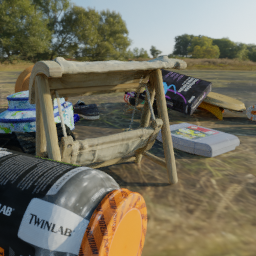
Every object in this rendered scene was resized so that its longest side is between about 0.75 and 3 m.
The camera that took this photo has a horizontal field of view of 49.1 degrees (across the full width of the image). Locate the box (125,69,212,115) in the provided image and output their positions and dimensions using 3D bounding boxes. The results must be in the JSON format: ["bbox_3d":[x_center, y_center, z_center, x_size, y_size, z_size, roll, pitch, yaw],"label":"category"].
[{"bbox_3d":[1.668,-1.660,11.575,3.000,0.542,2.145,22,43,25],"label":"box"}]

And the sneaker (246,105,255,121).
[{"bbox_3d":[6.012,-0.690,11.382,2.191,0.857,0.846,6,11,25],"label":"sneaker"}]

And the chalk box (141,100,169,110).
[{"bbox_3d":[1.304,-1.320,13.576,1.429,0.885,0.889,-9,17,-32],"label":"chalk box"}]

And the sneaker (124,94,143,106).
[{"bbox_3d":[0.134,-1.502,14.863,0.965,0.601,1.800,6,12,24],"label":"sneaker"}]

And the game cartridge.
[{"bbox_3d":[1.948,0.305,8.466,1.497,0.460,2.250,-16,21,-34],"label":"game cartridge"}]

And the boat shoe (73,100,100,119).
[{"bbox_3d":[-1.948,-0.903,12.360,0.815,0.703,2.243,-10,18,-34],"label":"boat shoe"}]

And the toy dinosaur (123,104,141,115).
[{"bbox_3d":[0.086,-0.916,13.113,1.239,0.361,0.627,-13,21,-41],"label":"toy dinosaur"}]

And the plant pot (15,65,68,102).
[{"bbox_3d":[-3.770,-1.599,12.759,2.200,2.200,1.540,-15,38,-44],"label":"plant pot"}]

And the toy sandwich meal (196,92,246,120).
[{"bbox_3d":[3.853,-0.987,12.486,2.671,0.915,2.671,13,18,-4],"label":"toy sandwich meal"}]

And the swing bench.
[{"bbox_3d":[-0.429,-0.077,5.550,2.615,2.629,1.706,-9,17,-30],"label":"swing bench"}]

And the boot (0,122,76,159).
[{"bbox_3d":[-2.721,0.359,6.779,2.583,0.972,1.931,21,34,31],"label":"boot"}]

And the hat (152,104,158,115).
[{"bbox_3d":[1.215,-1.248,12.362,0.559,1.386,1.386,11,8,-31],"label":"hat"}]

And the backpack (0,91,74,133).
[{"bbox_3d":[-2.839,-0.325,8.514,1.986,1.595,2.171,-2,19,8],"label":"backpack"}]

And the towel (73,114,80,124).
[{"bbox_3d":[-2.667,-0.372,11.103,1.336,0.331,0.986,1,14,5],"label":"towel"}]

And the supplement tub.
[{"bbox_3d":[-1.063,1.096,3.431,2.370,1.452,1.452,8,17,27],"label":"supplement tub"}]
